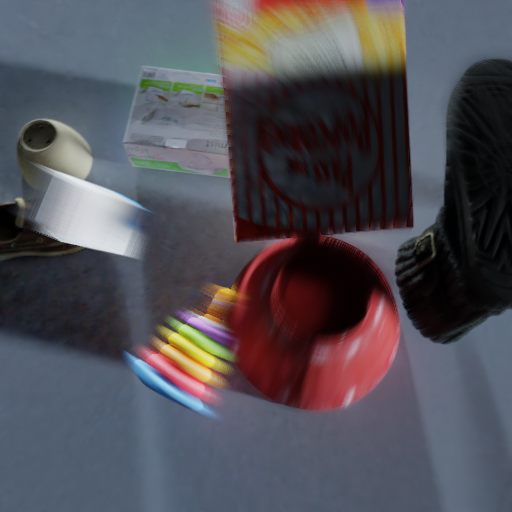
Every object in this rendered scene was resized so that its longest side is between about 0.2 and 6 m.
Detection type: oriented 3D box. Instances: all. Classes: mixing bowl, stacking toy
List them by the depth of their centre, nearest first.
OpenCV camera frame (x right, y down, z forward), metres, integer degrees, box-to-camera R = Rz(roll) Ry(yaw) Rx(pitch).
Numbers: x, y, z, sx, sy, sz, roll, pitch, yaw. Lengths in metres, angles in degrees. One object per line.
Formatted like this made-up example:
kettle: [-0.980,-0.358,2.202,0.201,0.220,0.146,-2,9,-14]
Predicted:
stacking toy: [-0.775,1.128,7.402,0.879,0.929,1.601,37,81,-30]
mixing bowl: [0.830,0.748,7.798,2.638,1.429,2.638,0,71,1]

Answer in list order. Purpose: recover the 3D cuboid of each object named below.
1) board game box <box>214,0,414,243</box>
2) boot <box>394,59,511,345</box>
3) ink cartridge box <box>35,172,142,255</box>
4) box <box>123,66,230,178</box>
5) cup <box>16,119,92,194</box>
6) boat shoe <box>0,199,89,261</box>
board game box: [0.766,-1.851,7.473,2.402,0.734,3.171,-6,97,-3]
boot: [2.816,-0.612,7.603,1.274,2.532,3.387,8,74,0]
ink cartridge box: [-2.012,-0.503,6.736,0.659,0.911,0.671,28,96,38]
box: [-1.134,-2.182,9.146,1.691,0.817,1.492,7,71,2]
cup: [-3.326,-1.704,8.970,1.178,0.842,1.178,0,70,-1]
boat shoe: [-3.357,-0.462,8.478,2.487,0.920,0.919,-16,71,-5]
